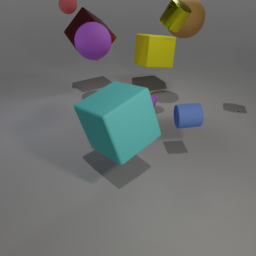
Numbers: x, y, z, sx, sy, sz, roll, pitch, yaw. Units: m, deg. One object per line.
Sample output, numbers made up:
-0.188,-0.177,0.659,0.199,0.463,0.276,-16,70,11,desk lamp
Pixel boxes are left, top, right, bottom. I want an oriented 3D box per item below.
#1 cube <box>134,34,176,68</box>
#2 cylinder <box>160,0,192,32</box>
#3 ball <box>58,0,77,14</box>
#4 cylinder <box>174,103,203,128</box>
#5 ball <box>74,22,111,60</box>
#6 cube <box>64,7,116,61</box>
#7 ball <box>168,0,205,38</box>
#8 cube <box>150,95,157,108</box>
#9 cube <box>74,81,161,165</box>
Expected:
1.242,-3.635,13.200,1.400,1.400,1.400,-4,22,-24,cube
1.416,-3.358,8.359,0.700,0.700,0.700,21,41,-20,cylinder
-2.323,-4.767,10.804,0.700,0.700,0.700,0,30,0,ball
1.755,-0.361,8.195,0.700,0.700,0.700,-5,30,-4,cylinder
-1.343,-3.323,10.747,1.400,1.400,1.400,0,30,0,ball
-1.665,-4.101,12.343,1.400,1.400,1.400,13,37,-56,cube
2.006,-3.901,9.893,1.400,1.400,1.400,0,30,0,ball
0.424,-0.639,8.683,0.700,0.700,0.700,20,35,9,cube
-0.252,-0.188,7.104,1.400,1.400,1.400,-35,34,-26,cube
